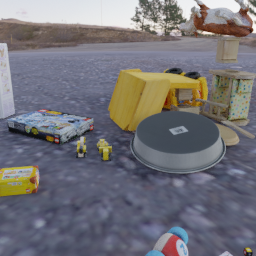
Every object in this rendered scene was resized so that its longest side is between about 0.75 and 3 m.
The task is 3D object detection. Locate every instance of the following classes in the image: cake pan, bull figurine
[{"bbox_3d":[1.318,0.240,7.522,2.531,0.464,2.531,-3,31,2],"label":"cake pan"},{"bbox_3d":[3.108,-4.033,10.325,2.963,0.965,1.799,20,-3,37],"label":"bull figurine"}]

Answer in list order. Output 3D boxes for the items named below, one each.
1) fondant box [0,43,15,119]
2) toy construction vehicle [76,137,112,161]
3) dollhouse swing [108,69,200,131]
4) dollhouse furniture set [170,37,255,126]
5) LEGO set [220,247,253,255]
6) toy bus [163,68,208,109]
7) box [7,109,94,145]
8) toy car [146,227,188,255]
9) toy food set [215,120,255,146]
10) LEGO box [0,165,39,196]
[{"bbox_3d":[-5.565,-1.831,10.755,1.993,2.763,0.805,5,20,13],"label":"fondant box"},{"bbox_3d":[-0.917,0.505,7.634,0.963,0.389,1.106,-1,19,-2],"label":"toy construction vehicle"},{"bbox_3d":[0.917,-1.017,10.189,2.259,2.335,2.569,13,13,-25],"label":"dollhouse swing"},{"bbox_3d":[3.001,-1.613,9.825,2.618,2.961,1.646,-7,20,-20],"label":"dollhouse furniture set"},{"bbox_3d":[1.475,1.940,3.714,1.095,0.269,0.818,-12,26,-32],"label":"LEGO set"},{"bbox_3d":[1.932,-1.485,12.018,2.173,1.536,2.263,-30,36,-32],"label":"toy bus"},{"bbox_3d":[-2.546,-0.105,9.269,2.345,0.468,1.606,11,22,29],"label":"box"},{"bbox_3d":[0.685,1.821,3.384,0.915,0.809,0.843,24,18,26],"label":"toy car"},{"bbox_3d":[2.592,0.241,8.529,2.217,0.445,1.531,-3,26,-24],"label":"toy food set"},{"bbox_3d":[-2.375,1.115,5.946,0.871,0.336,0.649,-4,19,-11],"label":"LEGO box"}]
